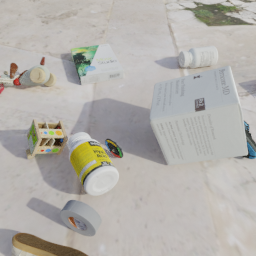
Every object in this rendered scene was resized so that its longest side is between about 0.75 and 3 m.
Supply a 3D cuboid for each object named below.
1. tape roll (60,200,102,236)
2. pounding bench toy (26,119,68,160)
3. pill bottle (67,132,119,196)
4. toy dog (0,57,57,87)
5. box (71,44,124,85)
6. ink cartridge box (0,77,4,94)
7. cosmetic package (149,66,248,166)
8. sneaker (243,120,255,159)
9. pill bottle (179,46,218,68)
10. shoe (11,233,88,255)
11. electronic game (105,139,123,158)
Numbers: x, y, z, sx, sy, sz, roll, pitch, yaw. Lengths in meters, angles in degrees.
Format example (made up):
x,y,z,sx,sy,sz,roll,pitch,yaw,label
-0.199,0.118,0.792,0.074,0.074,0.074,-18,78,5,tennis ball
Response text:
x,y,z,sx,sy,sz,roll,pitch,yaw,label
-1.259,2.406,7.464,1.096,1.096,0.362,16,44,17,tape roll
-2.803,0.505,9.646,1.114,1.429,0.887,2,48,-36,pounding bench toy
-1.174,1.022,8.659,1.092,1.092,1.962,-21,46,-21,pill bottle
-4.581,-2.543,12.637,2.613,1.259,1.724,0,-1,-9,toy dog
-1.620,-3.317,14.225,2.142,0.539,2.967,-12,42,-13,box
-6.178,-1.664,11.666,0.861,1.515,2.079,6,43,3,ink cartridge box
2.313,-0.358,9.197,2.593,2.139,2.137,-12,38,20,cosmetic package
4.109,0.134,10.163,0.962,0.860,2.349,-11,43,-12,sneaker
3.523,-3.557,14.140,1.759,1.006,1.006,-9,43,-11,pill bottle
-1.771,3.310,6.872,2.482,0.868,0.663,16,87,14,shoe
-0.476,0.700,9.558,0.831,0.831,0.173,31,59,30,electronic game
